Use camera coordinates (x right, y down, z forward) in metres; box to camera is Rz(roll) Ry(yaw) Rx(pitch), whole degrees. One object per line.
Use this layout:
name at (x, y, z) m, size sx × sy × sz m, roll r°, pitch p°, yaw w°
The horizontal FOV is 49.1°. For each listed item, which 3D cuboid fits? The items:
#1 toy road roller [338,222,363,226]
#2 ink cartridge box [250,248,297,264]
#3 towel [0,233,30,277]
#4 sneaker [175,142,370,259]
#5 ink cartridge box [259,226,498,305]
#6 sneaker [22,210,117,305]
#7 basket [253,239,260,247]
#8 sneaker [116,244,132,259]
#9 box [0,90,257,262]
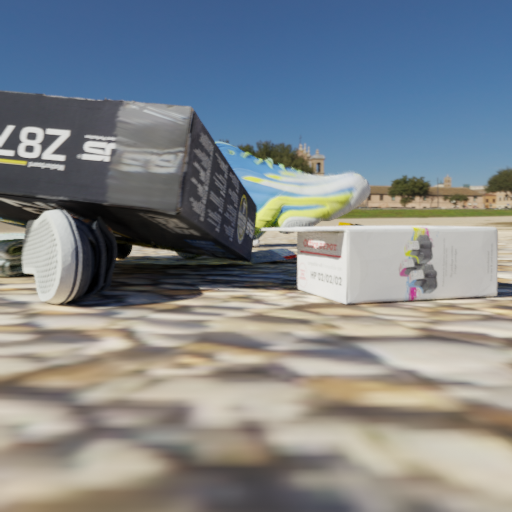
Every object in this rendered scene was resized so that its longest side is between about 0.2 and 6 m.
toy road roller at (2.367, -0.439, 13.362) m, size 0.691 × 0.582 × 0.947 m, roll 13°, pitch -1°, yaw -38°
ink cartridge box at (0.414, -0.035, 8.270) m, size 0.845 × 0.200 × 0.676 m, roll -8°, pitch -1°, yaw 21°
towel at (-3.070, -0.046, 6.855) m, size 1.912 × 0.460 × 1.636 m, roll 2°, pitch 2°, yaw 26°
sneaker at (0.055, -1.152, 8.907) m, size 3.342 × 1.756 × 1.266 m, roll -17°, pitch 6°, yaw 1°
ink cartridge box at (0.929, 0.039, 4.454) m, size 1.642 × 0.557 × 0.945 m, roll -1°, pitch 3°, yaw -18°
sneaker at (-1.432, -0.018, 4.509) m, size 0.689 × 0.681 × 1.736 m, roll 6°, pitch 5°, yaw -28°
basket at (-0.852, -1.236, 14.383) m, size 1.644 × 2.045 × 2.026 m, roll -2°, pitch 3°, yaw -8°
sneaker at (-2.480, -0.798, 8.840) m, size 0.706 × 2.125 × 0.962 m, roll -28°, pitch 35°, yaw -9°
box at (-1.810, -0.730, 6.339) m, size 3.206 × 0.977 × 3.977 m, roll 6°, pitch -5°, yaw 7°
